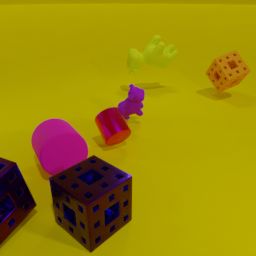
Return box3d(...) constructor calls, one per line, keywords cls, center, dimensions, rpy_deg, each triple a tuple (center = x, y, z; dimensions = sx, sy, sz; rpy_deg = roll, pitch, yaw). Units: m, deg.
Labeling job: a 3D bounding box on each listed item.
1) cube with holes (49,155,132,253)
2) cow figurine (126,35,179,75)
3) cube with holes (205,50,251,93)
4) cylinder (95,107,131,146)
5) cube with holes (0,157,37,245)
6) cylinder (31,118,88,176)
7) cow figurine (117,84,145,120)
box3d(cls="cube with holes", center=(-0.608, 1.227, 4.782), dimensions=(0.967, 0.967, 0.967), rpy_deg=(22, 34, 37))
box3d(cls="cow figurine", center=(0.844, -2.650, 10.721), dimensions=(1.733, 1.706, 0.951), rpy_deg=(17, 39, -37))
box3d(cls="cube with holes", center=(3.616, -2.043, 10.217), dimensions=(0.945, 0.945, 0.945), rpy_deg=(-23, 72, -14))
box3d(cls="cylinder", center=(-0.385, -0.039, 7.132), dimensions=(0.728, 0.728, 0.728), rpy_deg=(-15, 64, -28))
box3d(cls="cube with holes", center=(-2.374, 1.151, 4.549), dimensions=(1.042, 1.042, 1.042), rpy_deg=(12, 40, 26))
box3d(cls="cylinder", center=(-1.539, 0.413, 6.248), dimensions=(1.033, 1.033, 1.033), rpy_deg=(-13, 24, -25))
box3d(cls="cow figurine", center=(0.065, -0.758, 8.241), dimensions=(1.079, 1.061, 0.592), rpy_deg=(-17, 50, 27))
